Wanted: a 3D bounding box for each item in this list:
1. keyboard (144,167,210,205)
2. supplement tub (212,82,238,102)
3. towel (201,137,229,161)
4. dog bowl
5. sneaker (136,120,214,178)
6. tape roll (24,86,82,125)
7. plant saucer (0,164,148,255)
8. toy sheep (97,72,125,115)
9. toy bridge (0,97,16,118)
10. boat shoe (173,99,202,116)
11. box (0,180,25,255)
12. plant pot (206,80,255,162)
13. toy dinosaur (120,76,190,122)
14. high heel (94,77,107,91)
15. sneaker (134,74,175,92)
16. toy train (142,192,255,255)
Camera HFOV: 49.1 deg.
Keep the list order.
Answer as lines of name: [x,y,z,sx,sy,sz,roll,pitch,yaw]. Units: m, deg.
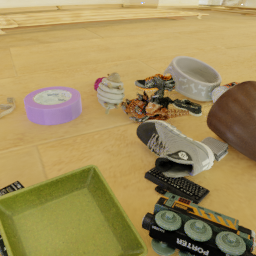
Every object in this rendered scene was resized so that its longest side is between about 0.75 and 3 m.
keyboard: [1.308,1.625,8.015,1.799,0.231,1.080,24,38,36]
supplement tub: [4.626,-1.578,12.761,1.470,0.901,0.901,-19,35,-29]
towel: [2.847,0.678,9.446,0.749,0.387,0.905,-27,40,-37]
dog bowl: [3.179,-2.494,13.537,2.864,0.840,2.864,13,39,-11]
sneaker: [1.078,0.634,8.685,2.868,1.076,1.656,24,30,34]
tape roll: [-3.160,-1.001,11.937,2.311,0.758,2.311,0,30,0]
plant saucer: [-1.255,2.221,5.978,2.487,0.596,2.490,-17,55,-32]
toy sheep: [-0.710,-1.398,11.527,1.273,1.846,1.273,16,21,-6]
toy bridge: [-5.287,-0.916,12.286,0.610,0.247,1.815,3,30,0]
boat shoe: [2.599,-1.021,12.237,0.590,0.470,1.559,-25,39,-36]
box: [-2.798,2.118,6.748,1.487,0.641,1.218,26,39,37]
plant pot: [4.186,0.090,9.045,2.266,2.266,2.425,-12,47,-19]
toy dinosaur: [1.107,-0.830,11.475,2.831,1.446,1.922,27,59,14]
high heel: [-1.164,-2.277,13.557,0.904,1.289,2.682,-8,32,-14]
sneaker: [1.382,-2.359,14.179,2.126,0.821,0.832,1,32,5]
toy train: [1.576,2.284,6.201,2.465,1.050,1.405,14,24,23]
